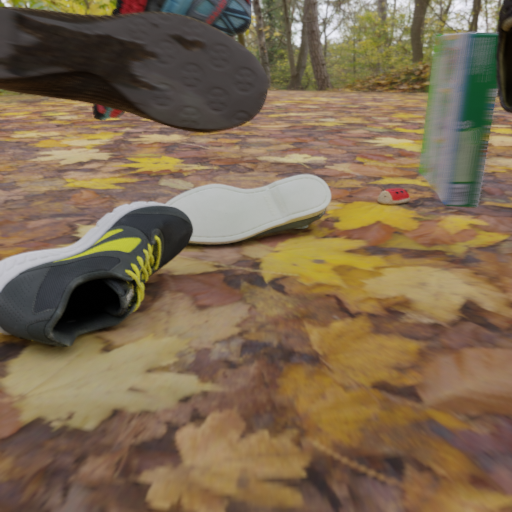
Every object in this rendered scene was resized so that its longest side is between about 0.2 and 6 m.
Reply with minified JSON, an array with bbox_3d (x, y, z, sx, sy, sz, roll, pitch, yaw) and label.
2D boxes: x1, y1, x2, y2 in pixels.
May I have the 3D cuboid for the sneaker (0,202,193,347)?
[{"bbox_3d":[-1.844,0.293,7.352,1.371,1.207,3.240,21,37,32],"label":"sneaker"}]

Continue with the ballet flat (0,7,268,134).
[{"bbox_3d":[-1.374,-1.781,5.327,2.999,1.010,0.695,7,7,0],"label":"ballet flat"}]

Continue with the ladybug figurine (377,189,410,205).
[{"bbox_3d":[3.145,-1.359,12.750,0.826,0.297,0.560,-11,23,-27],"label":"ladybug figurine"}]

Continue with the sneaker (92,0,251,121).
[{"bbox_3d":[-1.097,-2.365,6.788,1.432,1.189,2.998,4,-12,-32],"label":"sneaker"}]

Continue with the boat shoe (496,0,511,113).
[{"bbox_3d":[2.893,-2.459,5.818,0.637,1.967,0.720,-19,21,-36],"label":"boat shoe"}]

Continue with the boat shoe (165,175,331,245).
[{"bbox_3d":[-0.213,-0.709,10.493,3.251,1.184,1.004,-13,-21,-14],"label":"boat shoe"}]

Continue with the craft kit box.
[{"bbox_3d":[2.996,-2.124,8.452,0.559,2.305,2.277,2,21,3],"label":"craft kit box"}]
